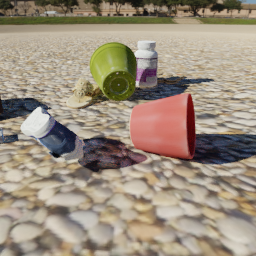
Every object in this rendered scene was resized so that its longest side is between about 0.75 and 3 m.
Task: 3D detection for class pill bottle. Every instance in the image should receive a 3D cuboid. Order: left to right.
[{"bbox_3d":[0.855,-3.044,13.243,1.134,2.021,1.134,1,22,0],"label":"pill bottle"}]

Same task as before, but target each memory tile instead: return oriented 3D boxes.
[{"bbox_3d":[1.652,-2.745,14.868,2.386,0.200,1.828,13,27,26],"label":"memory tile"}]

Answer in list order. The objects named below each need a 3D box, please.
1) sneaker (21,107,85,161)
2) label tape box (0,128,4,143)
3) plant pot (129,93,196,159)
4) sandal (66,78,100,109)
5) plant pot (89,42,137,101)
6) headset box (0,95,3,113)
[{"bbox_3d":[-1.741,0.248,6.761,0.765,1.390,1.899,-51,29,-13],"label":"sneaker"},{"bbox_3d":[-3.890,0.266,7.796,0.763,0.252,0.547,-8,25,-21],"label":"label tape box"},{"bbox_3d":[0.891,-0.035,7.053,1.433,1.620,1.620,-2,21,21],"label":"plant pot"},{"bbox_3d":[-1.822,-1.630,11.388,0.990,0.888,2.701,5,24,10],"label":"sandal"},{"bbox_3d":[-0.506,-2.196,11.608,2.124,2.124,2.045,-3,35,-7],"label":"plant pot"},{"bbox_3d":[-6.075,-0.943,9.589,2.766,1.038,2.056,-19,30,-37],"label":"headset box"}]
